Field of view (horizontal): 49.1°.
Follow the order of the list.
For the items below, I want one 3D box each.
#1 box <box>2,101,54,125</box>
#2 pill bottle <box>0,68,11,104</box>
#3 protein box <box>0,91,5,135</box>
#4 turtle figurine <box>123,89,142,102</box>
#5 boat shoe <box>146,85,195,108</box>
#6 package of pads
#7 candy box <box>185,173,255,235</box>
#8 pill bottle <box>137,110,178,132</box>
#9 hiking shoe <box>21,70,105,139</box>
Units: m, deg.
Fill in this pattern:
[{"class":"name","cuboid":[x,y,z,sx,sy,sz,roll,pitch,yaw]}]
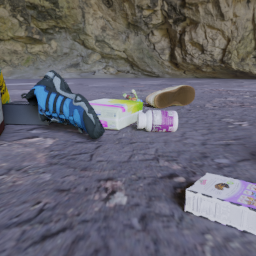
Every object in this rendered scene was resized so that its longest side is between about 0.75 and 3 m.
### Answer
[{"class":"box","cuboid":[-3.280,-0.525,9.435,1.703,0.671,1.202,2,9,6]},{"class":"pill bottle","cuboid":[-4.779,-1.594,8.844,1.542,2.735,1.542,3,51,-4]},{"class":"protein box","cuboid":[-4.607,-0.527,6.391,2.867,1.949,2.888,-3,13,-16]},{"class":"turtle figurine","cuboid":[0.002,-1.413,13.201,1.145,0.824,1.110,-5,9,-37]},{"class":"boat shoe","cuboid":[2.085,-1.518,13.383,2.763,0.997,0.898,-15,20,-34]},{"class":"package of pads","cuboid":[-0.623,-0.499,9.216,1.635,0.722,2.116,7,13,23]},{"class":"candy box","cuboid":[1.300,0.924,3.605,0.905,0.324,0.759,10,16,35]},{"class":"pill bottle","cuboid":[0.826,-0.200,8.017,1.104,0.620,0.620,1,12,-4]},{"class":"hiking shoe","cuboid":[-1.718,-0.415,7.556,1.215,1.043,2.803,-41,54,-12]}]
